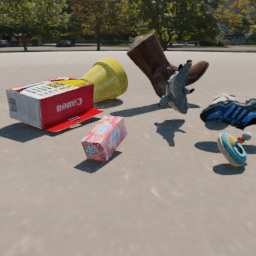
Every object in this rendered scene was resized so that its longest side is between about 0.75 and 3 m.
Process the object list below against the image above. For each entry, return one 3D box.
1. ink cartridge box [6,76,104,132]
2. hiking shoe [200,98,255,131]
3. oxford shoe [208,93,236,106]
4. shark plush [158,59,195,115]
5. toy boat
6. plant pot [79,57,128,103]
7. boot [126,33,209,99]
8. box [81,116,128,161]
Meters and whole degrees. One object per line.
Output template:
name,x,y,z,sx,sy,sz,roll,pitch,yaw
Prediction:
ink cartridge box,-2.339,-0.908,9.475,2.161,1.032,2.462,17,28,30
hiking shoe,2.896,-0.313,7.590,1.822,0.678,0.790,-8,62,10
oxford shoe,3.372,-0.921,9.960,0.843,0.647,2.242,7,9,31
shark plush,1.818,-1.388,9.195,0.914,2.195,0.997,34,47,18
toy boat,2.519,0.382,6.501,1.020,0.474,0.857,-26,76,-46
plant pot,-1.182,-1.939,12.185,1.796,1.796,1.690,16,40,39
boot,1.681,-2.954,11.684,2.742,2.942,0.945,-40,17,-5
box,-0.550,0.232,6.886,0.595,0.549,1.160,5,36,30
